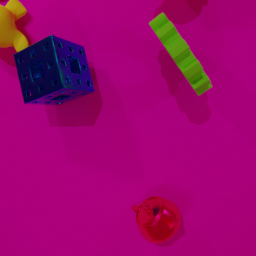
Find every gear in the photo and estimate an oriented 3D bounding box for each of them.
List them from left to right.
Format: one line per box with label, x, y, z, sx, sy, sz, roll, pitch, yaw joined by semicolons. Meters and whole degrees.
gear;1.172;-1.629;6.258;0.359;1.938;1.938;-34;87;15

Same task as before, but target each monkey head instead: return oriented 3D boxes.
monkey head;-3.050;-2.641;6.748;1.344;1.126;1.869;-48;111;-8

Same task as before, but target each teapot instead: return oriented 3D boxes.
teapot;0.662;2.025;6.352;0.841;1.718;1.068;49;63;-25

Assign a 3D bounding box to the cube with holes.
cube with holes;-1.682;-1.257;6.494;1.159;1.159;1.159;-16;86;26
